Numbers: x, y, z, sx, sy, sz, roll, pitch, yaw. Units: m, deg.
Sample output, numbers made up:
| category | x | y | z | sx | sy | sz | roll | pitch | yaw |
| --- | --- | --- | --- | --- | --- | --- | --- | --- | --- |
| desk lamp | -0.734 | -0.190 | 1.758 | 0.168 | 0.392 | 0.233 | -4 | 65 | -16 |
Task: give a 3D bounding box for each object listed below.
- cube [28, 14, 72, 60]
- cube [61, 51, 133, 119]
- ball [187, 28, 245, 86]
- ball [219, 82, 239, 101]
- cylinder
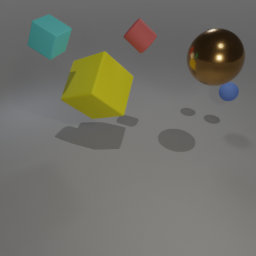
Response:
| category | x | y | z | sx | sy | sz | roll | pitch | yaw |
| --- | --- | --- | --- | --- | --- | --- | --- | --- | --- |
| cube | -1.942 | -2.261 | 6.949 | 0.700 | 0.700 | 0.700 | 33 | 41 | 2 |
| cube | -0.902 | -1.220 | 8.485 | 1.400 | 1.400 | 1.400 | -4 | 64 | 40 |
| ball | 2.191 | -1.763 | 7.038 | 1.400 | 1.400 | 1.400 | 0 | 32 | 0 |
| ball | 3.733 | -1.342 | 10.386 | 0.700 | 0.700 | 0.700 | 0 | 32 | 0 |
| cylinder | 0.348 | -2.644 | 8.051 | 0.700 | 0.700 | 0.700 | 40 | 29 | -16 |
